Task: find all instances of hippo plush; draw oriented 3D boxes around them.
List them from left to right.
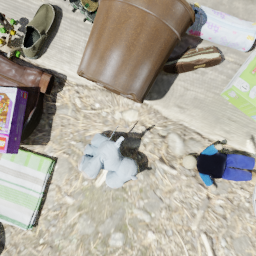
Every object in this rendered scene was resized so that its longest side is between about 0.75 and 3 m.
[{"bbox_3d":[-0.440,0.973,8.625,1.892,1.507,1.521,-44,118,12],"label":"hippo plush"}]

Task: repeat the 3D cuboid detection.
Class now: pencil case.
[{"bbox_3d":[2.950,-3.221,8.946,2.273,1.031,0.945,20,77,1],"label":"pencil case"}]

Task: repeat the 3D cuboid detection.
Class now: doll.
[{"bbox_3d":[2.858,1.248,8.784,2.282,0.553,1.557,9,103,2],"label":"doll"}]

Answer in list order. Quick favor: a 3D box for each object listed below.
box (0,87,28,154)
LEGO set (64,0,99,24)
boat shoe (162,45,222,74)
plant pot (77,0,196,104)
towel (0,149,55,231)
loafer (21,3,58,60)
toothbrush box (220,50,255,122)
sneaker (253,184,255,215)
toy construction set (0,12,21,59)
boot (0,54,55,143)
[{"bbox_3d":[-4.453,-0.305,8.522,2.770,0.542,1.895,6,85,20],"label":"box"},{"bbox_3d":[-1.459,-4.283,9.188,1.644,0.717,2.531,6,68,-34],"label":"LEGO set"},{"bbox_3d":[2.004,-2.275,9.105,1.929,0.712,0.714,-9,72,-7],"label":"boat shoe"},{"bbox_3d":[0.056,-2.383,8.155,2.861,2.861,2.832,24,93,2],"label":"plant pot"},{"bbox_3d":[-3.490,1.872,8.850,1.742,0.358,2.336,18,85,1],"label":"towel"},{"bbox_3d":[-2.876,-3.211,9.116,0.740,0.685,1.968,18,85,2],"label":"loafer"},{"bbox_3d":[4.560,-1.083,8.723,2.546,1.096,1.854,37,86,4],"label":"toothbrush box"},{"bbox_3d":[4.464,1.889,8.544,0.985,0.997,2.511,2,86,-1],"label":"sneaker"},{"bbox_3d":[-3.900,-2.834,8.751,1.182,1.539,1.283,36,94,-2],"label":"toy construction set"},{"bbox_3d":[-3.972,-1.077,8.877,2.634,0.846,2.455,21,78,1],"label":"boot"}]
